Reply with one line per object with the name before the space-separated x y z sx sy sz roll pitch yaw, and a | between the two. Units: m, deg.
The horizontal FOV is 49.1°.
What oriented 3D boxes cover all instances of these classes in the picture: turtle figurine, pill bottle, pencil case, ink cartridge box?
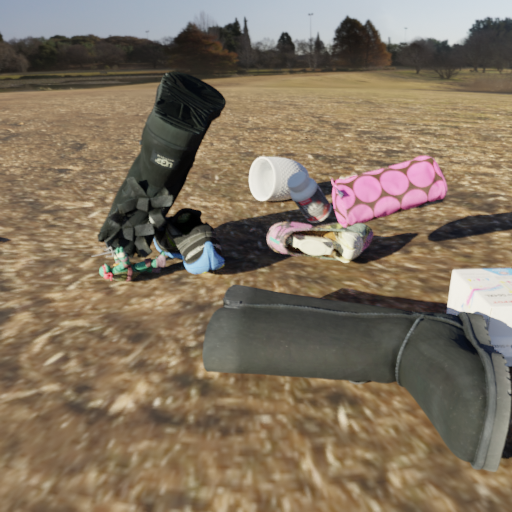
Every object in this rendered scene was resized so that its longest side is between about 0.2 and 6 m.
turtle figurine | -2.236 0.143 9.657 1.250 0.629 0.936 -2 1 -26
pill bottle | 1.091 -1.248 11.779 0.606 1.095 0.606 -22 42 22
pencil case | 2.187 -1.115 9.379 1.822 0.854 0.827 -15 -14 -2
ink cartridge box | 3.284 0.836 7.525 0.905 0.882 1.408 -1 21 -4

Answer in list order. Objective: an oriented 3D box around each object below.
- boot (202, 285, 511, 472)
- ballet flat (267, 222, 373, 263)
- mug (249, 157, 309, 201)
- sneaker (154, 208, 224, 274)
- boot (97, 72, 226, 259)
boot | 0.927 1.179 6.335 3.245 1.065 2.674 8 13 12
ballet flat | 1.300 -0.214 10.222 2.234 0.772 0.795 2 22 -24
mug | 0.556 -1.934 14.600 1.318 1.110 1.504 -5 -10 -35
sneaker | -1.272 -0.426 10.457 0.897 1.048 2.530 -11 17 -24
boot | -1.729 -1.667 10.248 1.234 2.732 3.334 24 31 -11
